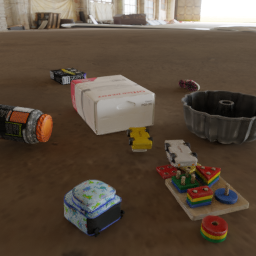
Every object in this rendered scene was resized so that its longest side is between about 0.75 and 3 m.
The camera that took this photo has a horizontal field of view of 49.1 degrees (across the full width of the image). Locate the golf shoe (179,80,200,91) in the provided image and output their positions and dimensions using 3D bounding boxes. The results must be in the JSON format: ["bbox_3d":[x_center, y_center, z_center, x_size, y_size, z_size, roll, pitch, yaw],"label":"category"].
[{"bbox_3d":[2.819,-1.945,12.477,0.558,0.440,1.211,-12,26,-25],"label":"golf shoe"}]

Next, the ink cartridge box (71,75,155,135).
[{"bbox_3d":[-0.593,-0.870,9.176,1.949,1.101,2.661,-10,26,-22],"label":"ink cartridge box"}]

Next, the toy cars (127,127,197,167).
[{"bbox_3d":[0.730,0.518,6.741,2.259,0.500,1.013,20,28,39],"label":"toy cars"}]

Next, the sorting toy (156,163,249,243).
[{"bbox_3d":[1.480,1.115,5.530,1.184,0.415,2.455,-7,24,-15],"label":"sorting toy"}]

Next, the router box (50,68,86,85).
[{"bbox_3d":[-3.006,-2.612,14.007,1.278,0.424,1.625,-15,28,-31],"label":"router box"}]

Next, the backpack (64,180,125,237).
[{"bbox_3d":[-0.646,1.288,4.832,0.897,0.659,0.820,14,23,38],"label":"backpack"}]

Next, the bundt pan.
[{"bbox_3d":[2.781,-0.310,8.112,2.541,0.953,2.541,0,25,0],"label":"bundt pan"}]

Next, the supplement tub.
[{"bbox_3d":[-2.831,-0.092,7.366,1.490,0.913,0.913,9,25,6],"label":"supplement tub"}]
